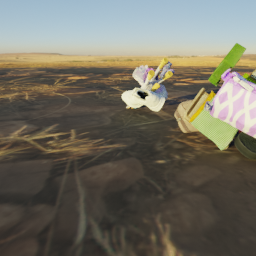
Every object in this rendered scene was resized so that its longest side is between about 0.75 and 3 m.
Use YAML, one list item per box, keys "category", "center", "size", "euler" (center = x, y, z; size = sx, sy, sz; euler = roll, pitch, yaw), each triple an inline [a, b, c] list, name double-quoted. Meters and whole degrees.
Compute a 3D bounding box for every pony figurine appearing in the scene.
- category: "pony figurine"
  center: [0.944, -1.839, 11.597]
  size: [2.210, 1.906, 2.289]
  euler: [-47, 2, -38]

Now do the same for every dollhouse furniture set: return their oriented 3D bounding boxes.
- category: "dollhouse furniture set"
  center: [2.500, -0.740, 6.840]
  size: [1.377, 2.103, 1.055]
  euler: [36, -20, 5]

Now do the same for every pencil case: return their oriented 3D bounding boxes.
- category: "pencil case"
  center: [3.157, -0.266, 5.898]
  size: [2.825, 1.208, 1.186]
  euler: [28, 53, 20]

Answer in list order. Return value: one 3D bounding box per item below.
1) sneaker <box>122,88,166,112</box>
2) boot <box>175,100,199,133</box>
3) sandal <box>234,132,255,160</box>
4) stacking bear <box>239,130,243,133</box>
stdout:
- category: "sneaker"
  center: [0.432, -1.188, 10.305]
  size: [0.891, 0.762, 2.045]
  euler: [31, -12, -40]
- category: "boot"
  center: [1.969, -0.109, 7.971]
  size: [0.532, 1.514, 1.107]
  euler: [-19, -12, -33]
- category: "sandal"
  center: [3.584, 0.120, 6.805]
  size: [2.440, 0.584, 0.917]
  euler: [-19, 55, -36]
- category: "stacking bear"
  center: [3.283, -0.460, 8.189]
  size: [0.657, 1.156, 0.702]
  euler: [-18, -17, -17]
